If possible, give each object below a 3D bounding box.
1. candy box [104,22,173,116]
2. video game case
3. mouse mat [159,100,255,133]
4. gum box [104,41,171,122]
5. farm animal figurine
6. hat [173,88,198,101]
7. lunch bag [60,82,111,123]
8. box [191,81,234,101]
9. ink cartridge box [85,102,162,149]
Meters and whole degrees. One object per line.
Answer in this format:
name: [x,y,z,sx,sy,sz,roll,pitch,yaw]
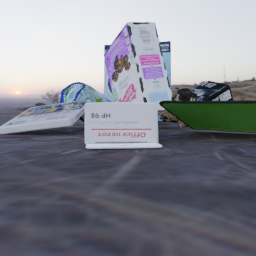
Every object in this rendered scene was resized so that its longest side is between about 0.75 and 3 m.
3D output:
candy box: [0.205,-1.282,7.286,0.789,2.205,1.850,-10,-6,-24]
video game case: [-1.758,-0.271,6.208,1.593,0.183,1.451,-7,20,12]
mouse mat: [2.087,-0.162,4.983,2.595,0.098,2.088,2,-12,31]
gum box: [0.330,-1.480,9.339,2.218,2.611,0.582,-1,-3,9]
farm animal figurine: [1.375,-0.349,7.123,0.907,0.565,1.123,28,-28,-7]
hat: [2.225,-1.332,11.144,1.043,0.421,1.043,-14,32,9]
lunch bag: [-1.192,-0.665,7.746,1.173,0.879,1.379,36,-6,-30]
box: [3.225,-1.195,11.771,1.745,0.751,1.429,-30,25,-10]
ink cartridge box: [-0.140,-0.099,4.607,1.099,0.633,1.897,0,4,-7]
